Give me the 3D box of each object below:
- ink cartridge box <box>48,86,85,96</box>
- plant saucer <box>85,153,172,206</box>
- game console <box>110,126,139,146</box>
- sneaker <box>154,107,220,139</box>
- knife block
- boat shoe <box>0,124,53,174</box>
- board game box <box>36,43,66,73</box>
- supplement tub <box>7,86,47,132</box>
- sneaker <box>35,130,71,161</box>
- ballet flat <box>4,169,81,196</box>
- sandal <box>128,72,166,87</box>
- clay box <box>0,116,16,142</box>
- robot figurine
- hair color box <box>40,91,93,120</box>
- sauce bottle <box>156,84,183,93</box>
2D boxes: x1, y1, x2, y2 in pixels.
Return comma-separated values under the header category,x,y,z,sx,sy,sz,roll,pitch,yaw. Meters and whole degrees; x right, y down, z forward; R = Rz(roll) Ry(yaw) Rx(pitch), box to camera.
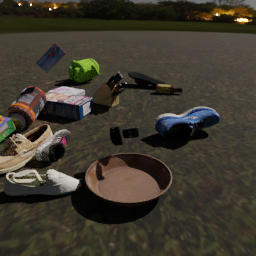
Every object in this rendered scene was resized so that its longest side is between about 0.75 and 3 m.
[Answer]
category,x,y,z,sx,sy,sz,roll,pitch,yaw
ink cartridge box,-3.318,-1.768,14.603,1.539,0.339,1.567,14,26,26
plant saucer,0.017,1.400,7.509,2.293,0.419,2.293,1,24,0
game console,-0.105,0.212,8.202,0.946,0.558,0.114,-7,12,27
sneaker,2.276,-0.046,10.284,2.501,0.982,1.115,-13,35,-10
knife block,-0.957,-1.910,13.301,1.882,1.652,0.602,16,28,32
boat shoe,-3.358,0.567,8.791,0.919,0.862,2.493,12,27,25
board game box,-3.156,-2.866,11.485,1.154,0.594,0.112,-44,34,4
supplement tub,-4.112,-0.756,11.238,1.074,1.074,2.009,4,39,8
sneaker,-2.241,0.599,9.104,0.698,0.589,1.597,11,31,21
ballet flat,-2.239,1.383,7.274,1.960,0.681,0.681,-2,24,-5
sandal,1.002,-2.711,16.528,2.491,0.596,0.936,27,33,23
clay box,-5.397,0.014,10.062,2.310,0.550,1.327,12,42,23
robot figurine,-2.719,-3.613,17.514,1.917,1.264,2.185,17,31,32
hair color box,-2.853,-1.038,12.527,2.331,0.705,1.166,10,26,20
sauce bottle,2.247,-2.095,15.191,1.434,0.473,0.473,7,25,8
